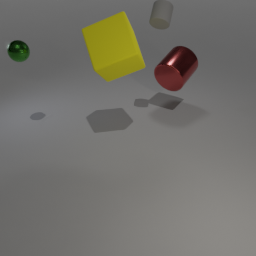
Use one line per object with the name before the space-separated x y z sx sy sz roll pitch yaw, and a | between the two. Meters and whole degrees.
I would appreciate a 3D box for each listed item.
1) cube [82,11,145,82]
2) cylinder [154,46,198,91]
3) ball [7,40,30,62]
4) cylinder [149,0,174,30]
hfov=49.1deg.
cube | -0.409 -2.469 8.777 1.400 1.400 1.400 -19 -9 10
cylinder | 2.051 -2.524 11.933 1.400 1.400 1.400 21 57 33
ball | -3.590 -2.520 9.196 0.700 0.700 0.700 0 30 0
cylinder | 1.131 -3.829 9.478 0.700 0.700 0.700 13 -10 2
